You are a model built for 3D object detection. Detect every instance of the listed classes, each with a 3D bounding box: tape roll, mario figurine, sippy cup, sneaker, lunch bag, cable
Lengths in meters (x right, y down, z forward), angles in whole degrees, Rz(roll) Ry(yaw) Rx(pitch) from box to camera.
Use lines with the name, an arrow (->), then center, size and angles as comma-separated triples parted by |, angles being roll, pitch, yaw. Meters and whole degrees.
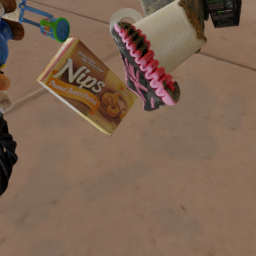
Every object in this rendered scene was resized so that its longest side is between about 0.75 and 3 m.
tape roll -> -0.027, -3.385, 9.391 | 1.193, 1.193, 0.218 | 0, 23, 0
mario figurine -> -2.767, -1.453, 5.940 | 1.581, 1.841, 2.983 | -14, 54, 29
sippy cup -> -1.854, -2.478, 6.997 | 0.576, 0.786, 0.618 | 16, 59, 21
sneaker -> 0.157, -1.027, 4.995 | 1.748, 0.834, 0.690 | 56, 42, -7
lunch bag -> 1.561, -3.982, 8.541 | 1.680, 2.343, 2.857 | 2, 51, 23
cable -> -2.148, 0.724, 4.452 | 0.463, 1.822, 1.487 | 8, 44, -11

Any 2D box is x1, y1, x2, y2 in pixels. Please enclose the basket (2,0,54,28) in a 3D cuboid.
basket -> -2.988, -3.264, 7.975 | 1.514, 1.053, 1.335 | 16, -3, -30

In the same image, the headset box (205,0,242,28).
headset box -> 2.768, -3.932, 8.024 | 0.747, 1.610, 1.402 | 4, 78, 29

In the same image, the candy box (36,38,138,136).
candy box -> -0.846, -0.876, 6.326 | 1.179, 2.042, 0.565 | -55, 32, -9

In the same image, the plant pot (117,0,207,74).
plant pot -> 0.956, -2.268, 7.236 | 1.763, 1.926, 1.926 | -29, 30, 31
